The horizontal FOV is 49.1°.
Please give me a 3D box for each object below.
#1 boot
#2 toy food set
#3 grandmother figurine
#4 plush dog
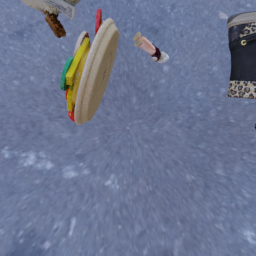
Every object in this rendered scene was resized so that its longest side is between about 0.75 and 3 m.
[{"bbox_3d":[3.233,-1.454,5.753,2.407,0.881,1.813,6,95,19],"label":"boot"},{"bbox_3d":[-0.568,-0.927,4.489,0.438,1.781,1.799,19,60,0],"label":"toy food set"},{"bbox_3d":[0.588,-1.826,6.607,1.050,0.318,0.636,20,58,-41],"label":"grandmother figurine"},{"bbox_3d":[-1.173,-3.446,5.694,2.816,2.259,2.419,17,58,43],"label":"plush dog"}]
